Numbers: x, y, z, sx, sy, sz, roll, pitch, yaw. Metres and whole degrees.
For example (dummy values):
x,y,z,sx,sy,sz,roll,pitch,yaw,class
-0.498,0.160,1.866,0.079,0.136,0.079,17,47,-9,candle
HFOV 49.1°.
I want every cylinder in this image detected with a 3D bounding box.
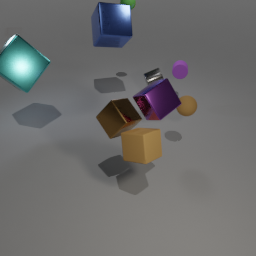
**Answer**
x,y,z,sx,sy,sz,roll,pitch,yaw,class
2.393,-2.677,12.845,0.700,0.700,0.700,5,28,8,cylinder
1.111,-2.136,12.057,0.700,0.700,0.700,-22,33,2,cylinder

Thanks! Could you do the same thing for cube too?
x,y,z,sx,sy,sz,roll,pitch,yaw,class
-3.853,-2.241,9.897,1.400,1.400,1.400,-56,31,-8,cube
0.335,0.408,6.773,0.700,0.700,0.700,3,13,40,cube
0.671,-0.652,6.552,0.700,0.700,0.700,-37,14,-17,cube
-0.730,-4.411,12.155,1.400,1.400,1.400,-4,-3,-21,cube
-0.225,-0.250,7.028,0.700,0.700,0.700,-16,67,-53,cube

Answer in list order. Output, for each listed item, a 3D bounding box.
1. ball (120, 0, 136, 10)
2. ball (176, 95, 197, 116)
x,y,z,sx,sy,sz,roll,pitch,yaw,class
-0.006,-5.713,12.720,0.700,0.700,0.700,0,32,0,ball
1.962,-0.740,9.384,0.700,0.700,0.700,0,32,0,ball
